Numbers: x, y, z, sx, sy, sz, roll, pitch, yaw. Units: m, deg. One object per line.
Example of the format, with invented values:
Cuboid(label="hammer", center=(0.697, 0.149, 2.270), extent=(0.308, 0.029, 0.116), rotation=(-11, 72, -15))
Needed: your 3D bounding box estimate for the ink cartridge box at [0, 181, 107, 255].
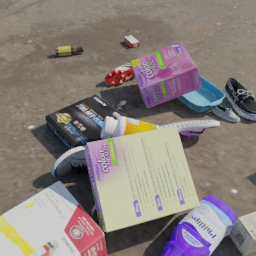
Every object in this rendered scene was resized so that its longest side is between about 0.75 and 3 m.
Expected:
Cuboid(label="ink cartridge box", center=(-2.311, 3.004, 6.751), extent=(2.952, 1.231, 2.142), rotation=(-30, 50, -29))

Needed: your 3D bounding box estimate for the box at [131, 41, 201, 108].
Cuboid(label="box", center=(1.554, -2.290, 11.951), extent=(2.407, 1.164, 2.117), rotation=(-21, 45, 7))

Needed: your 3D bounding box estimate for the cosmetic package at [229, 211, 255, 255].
Cuboid(label="cosmetic package", center=(3.752, 2.604, 7.415), extent=(1.869, 0.968, 0.683), rotation=(-14, 45, -13))

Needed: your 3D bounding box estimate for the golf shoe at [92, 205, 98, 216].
Cuboid(label="golf shoe", center=(-0.826, 2.208, 8.331), extent=(0.462, 0.364, 1.004), rotation=(11, 35, 26))

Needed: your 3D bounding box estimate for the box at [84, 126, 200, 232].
Cuboid(label="box", center=(0.296, 1.374, 7.753), extent=(2.576, 1.246, 2.266), rotation=(-11, 76, -16))

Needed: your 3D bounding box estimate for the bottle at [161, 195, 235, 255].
Cuboid(label="bottle", center=(1.694, 2.857, 7.216), extent=(2.555, 0.834, 1.067), rotation=(-33, 53, -31))

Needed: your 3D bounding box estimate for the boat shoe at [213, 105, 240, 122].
Cuboid(label="boat shoe", center=(4.005, -0.617, 11.379), extent=(1.132, 0.403, 0.395), rotation=(29, 50, 28))

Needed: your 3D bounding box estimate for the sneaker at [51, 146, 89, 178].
Cuboid(label="sneaker", center=(-1.059, 1.316, 8.863), extent=(2.387, 0.908, 1.725), rotation=(-22, 44, -24))

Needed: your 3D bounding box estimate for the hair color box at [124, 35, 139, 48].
Cuboid(label="hair color box", center=(0.213, -5.036, 16.331), extent=(0.511, 0.308, 1.006), rotation=(-19, 46, -19))

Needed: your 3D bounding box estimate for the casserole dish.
Cuboid(label="casserole dish", center=(2.894, -1.598, 12.363), extent=(1.726, 0.553, 2.850), rotation=(-22, 47, -23))

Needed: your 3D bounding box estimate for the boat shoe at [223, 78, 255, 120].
Cuboid(label="boat shoe", center=(4.873, -1.300, 11.822), extent=(0.882, 0.816, 2.389), rotation=(-6, 43, -7))

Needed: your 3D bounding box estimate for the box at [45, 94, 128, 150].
Cuboid(label="box", center=(-1.499, -0.154, 10.748), extent=(2.421, 0.606, 2.440), rotation=(-30, 50, -28))

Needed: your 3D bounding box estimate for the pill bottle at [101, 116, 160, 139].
Cuboid(label="pill bottle", center=(0.059, 0.195, 9.393), extent=(1.827, 1.015, 1.015), rotation=(14, 41, -11))

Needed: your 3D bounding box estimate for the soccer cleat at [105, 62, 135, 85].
Cuboid(label="soccer cleat", center=(-0.174, -2.674, 13.489), extent=(2.177, 0.747, 0.927), rotation=(-29, 19, -13))

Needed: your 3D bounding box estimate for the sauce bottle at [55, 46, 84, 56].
Cuboid(label="sauce bottle", center=(-3.195, -4.235, 15.340), extent=(1.518, 0.491, 0.491), rotation=(-7, 43, -11))

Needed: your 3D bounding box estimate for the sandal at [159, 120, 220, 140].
Cuboid(label="sandal", center=(2.085, 0.125, 10.377), extent=(2.552, 0.627, 1.039), rotation=(-7, 11, 2))

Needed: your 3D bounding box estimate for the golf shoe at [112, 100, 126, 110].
Cuboid(label="golf shoe", center=(-0.355, -0.920, 11.864), extent=(0.803, 0.310, 0.354), rotation=(-30, 78, -34))
